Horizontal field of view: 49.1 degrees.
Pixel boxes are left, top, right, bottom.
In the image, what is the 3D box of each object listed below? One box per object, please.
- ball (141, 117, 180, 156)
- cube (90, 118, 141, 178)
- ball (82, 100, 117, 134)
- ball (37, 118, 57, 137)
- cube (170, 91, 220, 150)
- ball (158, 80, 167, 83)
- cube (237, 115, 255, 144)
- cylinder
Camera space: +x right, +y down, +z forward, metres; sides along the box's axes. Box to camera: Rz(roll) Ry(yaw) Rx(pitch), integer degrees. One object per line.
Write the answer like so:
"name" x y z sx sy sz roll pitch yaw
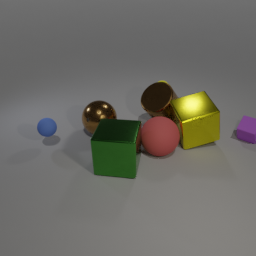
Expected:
"ball" 1.123 0.292 9.938 1.400 1.400 1.400 0 30 0
"cube" -0.332 0.638 9.242 1.400 1.400 1.400 4 31 9
"ball" -1.135 -0.400 11.151 1.400 1.400 1.400 0 30 0
"ball" -2.955 -0.024 10.226 0.700 0.700 0.700 0 30 0
"cube" 2.486 -0.297 10.454 1.400 1.400 1.400 -16 40 0
"ball" 1.688 -2.007 13.908 0.700 0.700 0.700 0 30 0
"cube" 4.667 0.063 10.781 0.700 0.700 0.700 22 65 33
"cylinder" 1.434 -0.960 11.585 1.400 1.400 1.400 -14 59 25
